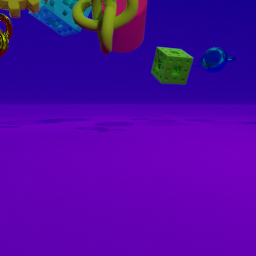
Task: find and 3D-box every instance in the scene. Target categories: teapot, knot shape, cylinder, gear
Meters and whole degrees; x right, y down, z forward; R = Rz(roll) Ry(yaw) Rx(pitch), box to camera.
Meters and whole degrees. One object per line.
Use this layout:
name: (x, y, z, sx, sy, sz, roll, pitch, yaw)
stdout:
teapot: (2.717, -2.098, 8.863, 1.312, 0.816, 0.642, -2, -8, 31)
knot shape: (-0.523, -2.212, 5.366, 1.286, 1.374, 0.635, 38, 30, 31)
cylinder: (-0.145, -2.613, 6.741, 1.135, 1.135, 1.135, 0, -25, -1)
gear: (-2.907, -3.717, 6.816, 2.028, 2.028, 0.375, -2, -11, -18)
knot shape: (-3.059, -2.094, 6.086, 0.983, 1.050, 0.485, 29, -26, -34)

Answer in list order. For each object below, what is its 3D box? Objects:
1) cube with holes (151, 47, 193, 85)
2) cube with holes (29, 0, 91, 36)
cube with holes: (1.359, -1.952, 8.796, 0.867, 0.867, 0.867, -1, 32, -20)
cube with holes: (-1.901, -3.592, 8.169, 1.202, 1.202, 1.202, 29, -8, -37)
